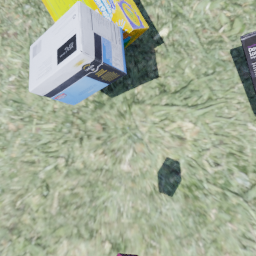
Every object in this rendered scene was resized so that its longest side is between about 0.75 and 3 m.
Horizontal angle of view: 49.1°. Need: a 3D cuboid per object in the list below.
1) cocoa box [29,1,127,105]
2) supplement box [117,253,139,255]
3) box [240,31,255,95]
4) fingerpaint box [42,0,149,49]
[{"bbox_3d":[-1.048,-1.384,5.684,1.749,1.148,1.166,-23,64,38],"label":"cocoa box"},{"bbox_3d":[0.032,2.143,3.892,0.468,0.907,0.594,27,76,28],"label":"supplement box"},{"bbox_3d":[3.882,-1.417,6.793,1.682,0.425,2.353,-17,115,20],"label":"box"},{"bbox_3d":[-0.887,-2.967,7.242,0.853,1.940,2.325,-31,89,-52],"label":"fingerpaint box"}]
